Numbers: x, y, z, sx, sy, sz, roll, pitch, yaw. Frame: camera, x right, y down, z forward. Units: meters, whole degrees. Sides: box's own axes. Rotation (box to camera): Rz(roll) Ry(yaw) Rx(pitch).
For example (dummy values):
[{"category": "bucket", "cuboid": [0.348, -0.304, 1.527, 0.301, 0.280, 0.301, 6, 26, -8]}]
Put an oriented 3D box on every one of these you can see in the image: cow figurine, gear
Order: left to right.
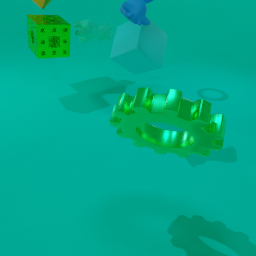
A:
[{"category": "cow figurine", "cuboid": [-1.238, -3.605, 10.376, 1.334, 0.744, 1.356, -12, -2, 2]}, {"category": "cow figurine", "cuboid": [0.407, -2.940, 6.042, 0.746, 1.359, 1.337, 29, 47, -29]}, {"category": "gear", "cuboid": [0.600, -0.012, 4.388, 1.735, 1.735, 0.321, 10, 67, 14]}]

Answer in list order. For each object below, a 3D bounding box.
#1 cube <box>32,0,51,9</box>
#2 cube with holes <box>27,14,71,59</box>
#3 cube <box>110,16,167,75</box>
[{"category": "cube", "cuboid": [-2.989, -5.285, 9.727, 1.335, 1.335, 1.335, -55, 22, -15]}, {"category": "cube with holes", "cuboid": [-2.622, -3.032, 9.253, 1.084, 1.084, 1.084, -13, 40, -30]}, {"category": "cube", "cuboid": [0.324, -2.361, 8.151, 1.112, 1.112, 1.112, -6, -22, 45]}]
